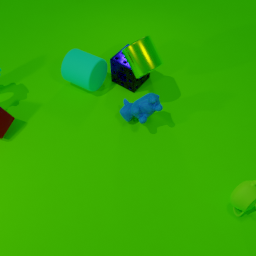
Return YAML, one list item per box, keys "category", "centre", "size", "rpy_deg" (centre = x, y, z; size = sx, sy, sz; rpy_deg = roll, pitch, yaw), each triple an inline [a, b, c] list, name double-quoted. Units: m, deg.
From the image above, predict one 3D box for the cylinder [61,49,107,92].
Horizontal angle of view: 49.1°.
- category: "cylinder"
  centre: [-1.457, -1.949, 9.446]
  size: [1.132, 1.132, 1.132]
  rpy_deg: [25, 57, 17]

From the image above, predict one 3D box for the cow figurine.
- category: "cow figurine"
  centre: [0.375, -0.635, 8.393]
  size: [1.285, 0.705, 1.264]
  rpy_deg: [-35, 23, 9]

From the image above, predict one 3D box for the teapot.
- category: "teapot"
  centre: [2.937, 1.660, 6.768]
  size: [0.794, 1.277, 0.625]
  rpy_deg: [-1, 37, -40]

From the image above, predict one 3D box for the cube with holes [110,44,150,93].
- category: "cube with holes"
  centre: [0.101, -2.045, 9.607]
  size: [0.995, 0.995, 0.995]
  rpy_deg: [31, 59, 21]

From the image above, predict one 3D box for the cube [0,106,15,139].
- category: "cube"
  centre: [-3.999, -0.235, 8.227]
  size: [0.759, 0.759, 0.759]
  rpy_deg: [14, 67, 26]

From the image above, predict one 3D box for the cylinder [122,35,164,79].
- category: "cylinder"
  centre: [0.447, -2.111, 8.360]
  size: [0.951, 0.951, 0.951]
  rpy_deg: [-33, 100, -22]

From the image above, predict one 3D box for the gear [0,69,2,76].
- category: "gear"
  centre: [-4.683, -1.433, 8.728]
  size: [0.287, 1.550, 1.550]
  rpy_deg: [47, 61, -6]
